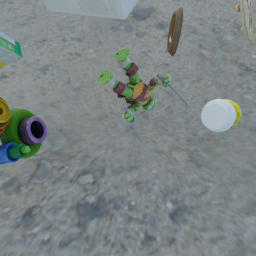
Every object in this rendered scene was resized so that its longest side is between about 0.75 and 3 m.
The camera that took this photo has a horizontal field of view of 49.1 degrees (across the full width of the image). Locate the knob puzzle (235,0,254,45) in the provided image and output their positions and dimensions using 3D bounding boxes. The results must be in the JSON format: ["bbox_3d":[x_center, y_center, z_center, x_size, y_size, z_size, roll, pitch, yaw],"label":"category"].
[{"bbox_3d":[2.543,-2.689,6.212,0.236,1.704,1.704,-2,43,31],"label":"knob puzzle"}]

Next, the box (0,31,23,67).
[{"bbox_3d":[-3.645,-1.652,6.488,1.992,1.169,0.482,-19,78,13],"label":"box"}]

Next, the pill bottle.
[{"bbox_3d":[2.220,-0.303,6.698,0.774,0.774,1.377,30,19,24],"label":"pill bottle"}]

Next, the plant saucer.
[{"bbox_3d":[1.433,-2.972,8.682,0.213,1.445,1.445,7,48,-3],"label":"plant saucer"}]

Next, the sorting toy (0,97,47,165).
[{"bbox_3d":[-2.327,0.022,5.665,0.943,2.297,1.380,-11,72,26],"label":"sorting toy"}]

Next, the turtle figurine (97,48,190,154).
[{"bbox_3d":[0.345,-0.806,6.403,1.371,1.847,1.905,-33,43,21],"label":"turtle figurine"}]

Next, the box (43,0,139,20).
[{"bbox_3d":[-1.013,-4.189,7.738,2.781,1.355,1.730,18,63,26],"label":"box"}]
